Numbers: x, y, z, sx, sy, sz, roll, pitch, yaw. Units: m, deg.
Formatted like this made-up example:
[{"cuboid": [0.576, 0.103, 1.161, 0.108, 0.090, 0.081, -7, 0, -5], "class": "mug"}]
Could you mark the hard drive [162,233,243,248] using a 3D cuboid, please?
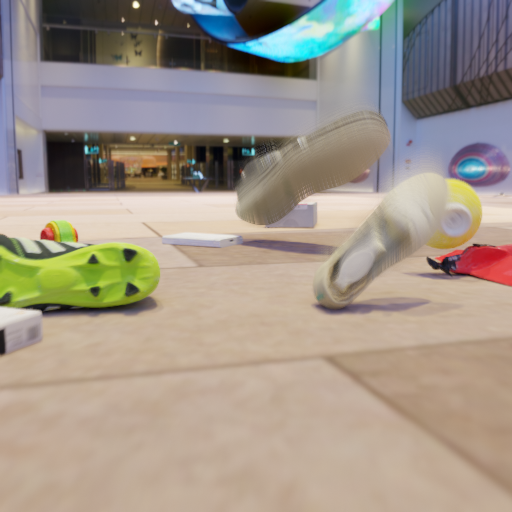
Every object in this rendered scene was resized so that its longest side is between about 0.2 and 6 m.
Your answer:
[{"cuboid": [-1.056, -0.316, 11.051, 1.335, 0.178, 0.880, 4, 9, 28], "class": "hard drive"}]

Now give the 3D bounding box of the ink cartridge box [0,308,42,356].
[{"cuboid": [-2.543, 0.560, 4.386, 1.562, 0.290, 0.740, 6, 10, 21], "class": "ink cartridge box"}]

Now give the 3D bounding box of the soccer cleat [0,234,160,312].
[{"cuboid": [-2.210, 0.202, 5.570, 2.473, 0.835, 1.002, 2, -6, -10], "class": "soccer cleat"}]

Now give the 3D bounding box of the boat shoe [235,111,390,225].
[{"cuboid": [0.901, -1.794, 10.429, 1.256, 1.183, 3.498, 30, -39, -31], "class": "boat shoe"}]

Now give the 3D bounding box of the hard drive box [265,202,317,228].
[{"cuboid": [0.983, -1.132, 15.257, 1.294, 0.638, 1.660, 1, 8, 9], "class": "hard drive box"}]

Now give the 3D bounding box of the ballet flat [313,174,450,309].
[{"cuboid": [1.273, -0.183, 5.531, 0.632, 1.818, 0.632, 43, -4, 3], "class": "ballet flat"}]

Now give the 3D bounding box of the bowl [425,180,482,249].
[{"cuboid": [2.526, -0.500, 7.302, 0.954, 0.954, 0.513, 0, 14, 2], "class": "bowl"}]

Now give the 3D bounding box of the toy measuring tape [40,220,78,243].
[{"cuboid": [-3.168, -0.296, 9.426, 0.630, 0.630, 1.713, -8, 11, -44], "class": "toy measuring tape"}]

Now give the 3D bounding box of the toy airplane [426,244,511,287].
[{"cuboid": [3.450, 0.002, 7.543, 2.310, 0.425, 2.310, -4, 10, 1], "class": "toy airplane"}]
